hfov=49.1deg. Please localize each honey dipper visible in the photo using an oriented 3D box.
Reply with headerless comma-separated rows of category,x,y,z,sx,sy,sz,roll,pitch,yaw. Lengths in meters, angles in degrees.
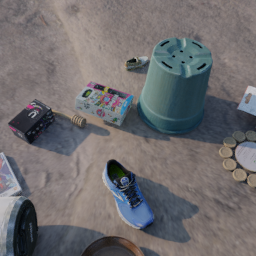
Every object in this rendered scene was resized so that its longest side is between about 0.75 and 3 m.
honey dipper,-2.436,-0.489,10.332,1.933,0.367,0.367,19,56,19

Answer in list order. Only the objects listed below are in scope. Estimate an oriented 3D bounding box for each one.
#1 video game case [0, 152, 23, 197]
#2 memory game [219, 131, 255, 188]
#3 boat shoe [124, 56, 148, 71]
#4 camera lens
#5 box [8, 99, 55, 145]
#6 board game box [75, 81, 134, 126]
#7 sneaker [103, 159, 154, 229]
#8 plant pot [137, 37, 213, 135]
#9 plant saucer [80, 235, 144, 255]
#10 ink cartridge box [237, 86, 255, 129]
video game case,-4.375,1.740,8.871,1.508,0.190,1.655,-29,59,-20
memory game,4.196,0.996,9.440,2.211,0.141,2.211,0,55,0
boat shoe,0.386,-2.845,12.044,1.179,0.403,0.440,-29,59,-19
camera lens,-3.599,2.700,7.167,2.267,1.813,1.813,-1,54,-1
box,-3.395,-0.236,9.966,0.829,0.719,1.356,27,59,18
board game box,-0.843,-0.941,10.300,1.794,0.577,1.324,21,43,7
sneaker,-0.069,1.888,8.242,0.919,1.043,2.339,-29,60,-19
plant pot,1.684,-1.539,9.741,2.583,2.530,2.583,2,53,-2
plant saucer,-0.413,3.813,7.282,1.906,0.349,1.906,0,53,0
ink cartridge box,5.365,-0.439,10.164,2.629,0.662,1.432,26,58,19
